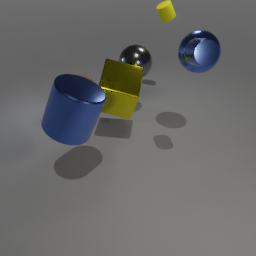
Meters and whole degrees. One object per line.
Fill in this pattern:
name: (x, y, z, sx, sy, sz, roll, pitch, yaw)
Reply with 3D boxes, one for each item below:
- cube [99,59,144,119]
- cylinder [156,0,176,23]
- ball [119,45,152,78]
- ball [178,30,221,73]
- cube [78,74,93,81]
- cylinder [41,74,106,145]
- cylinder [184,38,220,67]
cube: (-0.341, -1.380, 10.082, 1.400, 1.400, 1.400, 13, 58, -5)
cylinder: (1.727, -5.276, 12.706, 0.700, 0.700, 0.700, -21, 38, 18)
ball: (0.304, -2.725, 11.604, 1.400, 1.400, 1.400, 0, 31, 0)
ball: (2.387, -2.553, 9.405, 1.400, 1.400, 1.400, 0, 31, 0)
cube: (-2.029, -1.913, 12.484, 0.700, 0.700, 0.700, 19, 23, -9)
cylinder: (-1.460, -0.495, 7.495, 1.400, 1.400, 1.400, 20, 31, -12)
cylinder: (1.897, -1.964, 7.275, 0.700, 0.700, 0.700, -5, 19, -9)
